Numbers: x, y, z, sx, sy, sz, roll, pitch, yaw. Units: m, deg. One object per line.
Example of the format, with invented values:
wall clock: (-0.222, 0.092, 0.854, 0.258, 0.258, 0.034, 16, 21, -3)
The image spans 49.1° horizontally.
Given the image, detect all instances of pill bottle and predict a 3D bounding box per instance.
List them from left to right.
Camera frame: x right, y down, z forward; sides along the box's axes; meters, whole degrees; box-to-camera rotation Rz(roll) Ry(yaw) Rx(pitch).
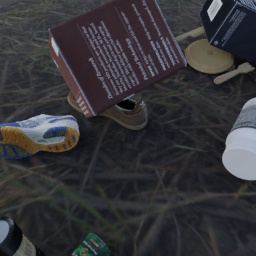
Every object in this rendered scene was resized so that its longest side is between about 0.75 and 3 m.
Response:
pill bottle: (3.428, 0.244, 7.561, 1.271, 1.271, 2.232, 25, 50, 23)

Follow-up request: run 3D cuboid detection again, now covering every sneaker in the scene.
sneaker: (-2.730, 0.159, 8.048, 2.643, 0.995, 1.165, -1, 31, -7)
sneaker: (-0.665, -0.929, 8.878, 2.872, 1.085, 1.012, 19, 48, 18)

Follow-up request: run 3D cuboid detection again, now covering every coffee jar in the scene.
coffee jar: (-0.962, 2.735, 5.609, 0.615, 0.503, 1.180, 32, 54, 28)

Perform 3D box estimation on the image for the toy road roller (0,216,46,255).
toy road roller: (-2.523, 2.935, 4.786, 1.783, 1.501, 2.443, -17, 41, 0)

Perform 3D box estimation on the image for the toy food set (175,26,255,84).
toy food set: (3.292, -2.820, 11.251, 2.056, 0.598, 2.979, -24, 59, -15)

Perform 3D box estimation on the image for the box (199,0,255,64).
box: (4.650, -4.138, 11.045, 2.913, 1.810, 2.936, 17, 43, -12)

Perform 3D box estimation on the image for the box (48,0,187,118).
box: (-0.369, -1.766, 7.159, 2.556, 2.099, 2.121, -30, 8, -11)
